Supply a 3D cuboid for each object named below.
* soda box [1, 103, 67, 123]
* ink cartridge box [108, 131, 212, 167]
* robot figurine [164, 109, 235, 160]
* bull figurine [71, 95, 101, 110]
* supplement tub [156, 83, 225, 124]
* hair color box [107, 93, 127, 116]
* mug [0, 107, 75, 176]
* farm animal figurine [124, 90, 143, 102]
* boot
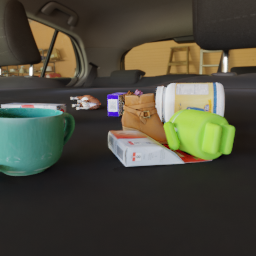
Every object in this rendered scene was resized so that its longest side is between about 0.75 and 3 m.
[{"bbox_3d":[-4.017,-0.610,12.009,2.654,0.842,0.906,3,11,15],"label":"soda box"},{"bbox_3d":[0.746,0.441,7.196,2.218,0.556,1.799,-4,12,-16],"label":"ink cartridge box"},{"bbox_3d":[1.739,0.119,7.060,1.700,1.121,1.937,1,10,-27],"label":"robot figurine"},{"bbox_3d":[-2.631,-1.605,17.470,1.571,0.843,2.588,-8,11,-26],"label":"bull figurine"},{"bbox_3d":[2.363,-0.851,10.813,2.439,1.764,1.764,1,11,12],"label":"supplement tub"},{"bbox_3d":[-0.516,-1.297,15.020,0.653,1.101,2.014,1,11,12],"label":"hair color box"},{"bbox_3d":[-2.090,0.272,6.121,2.035,1.259,1.672,-1,11,-20],"label":"mug"},{"bbox_3d":[0.645,-1.269,15.232,1.672,1.041,2.071,32,17,16],"label":"farm animal figurine"},{"bbox_3d":[0.782,-0.296,8.472,1.944,1.504,0.716,0,8,-2],"label":"boot"}]
